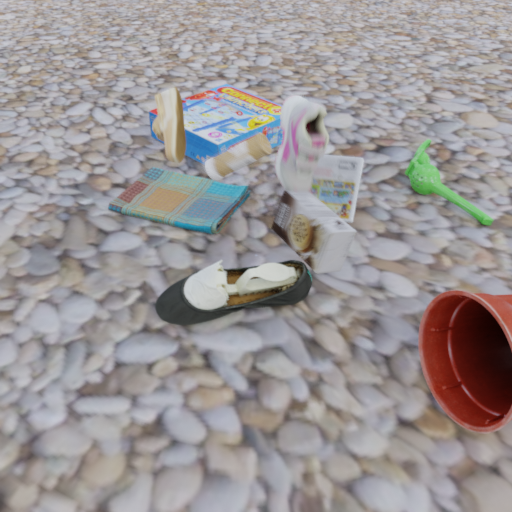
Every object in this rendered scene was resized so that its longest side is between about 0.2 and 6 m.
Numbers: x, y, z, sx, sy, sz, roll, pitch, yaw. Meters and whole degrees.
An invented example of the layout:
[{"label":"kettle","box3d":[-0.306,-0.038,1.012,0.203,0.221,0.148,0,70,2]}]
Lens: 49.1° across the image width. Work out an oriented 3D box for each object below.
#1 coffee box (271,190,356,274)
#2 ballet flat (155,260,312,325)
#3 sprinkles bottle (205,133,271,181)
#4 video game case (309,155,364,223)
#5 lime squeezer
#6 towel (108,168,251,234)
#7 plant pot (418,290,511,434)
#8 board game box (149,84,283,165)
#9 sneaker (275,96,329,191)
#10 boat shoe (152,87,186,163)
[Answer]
[{"label":"coffee box","box3d":[0.877,-0.409,8.872,0.532,0.754,1.334,-4,35,-34]},{"label":"ballet flat","box3d":[-0.339,0.442,8.801,2.534,0.867,0.862,-11,60,-12]},{"label":"sprinkles bottle","box3d":[-0.307,-1.650,9.375,1.129,0.385,0.385,-22,30,26]},{"label":"video game case","box3d":[1.319,-1.352,10.988,1.390,1.265,0.159,9,-5,23]},{"label":"lime squeezer","box3d":[3.825,-1.865,12.106,1.247,0.666,3.532,-4,37,-4]},{"label":"towel","box3d":[-1.551,-1.191,11.531,2.436,0.264,1.787,14,39,18]},{"label":"plant pot","box3d":[3.403,1.237,7.338,1.744,1.793,1.793,-6,37,-21]},{"label":"board game box","box3d":[-0.822,-3.230,13.775,2.615,0.731,2.561,31,48,34]},{"label":"sneaker","box3d":[0.850,-1.912,10.003,0.734,1.803,0.795,-15,24,-34]},{"label":"boat shoe","box3d":[-1.663,-2.409,10.494,0.562,0.599,1.624,-9,62,7]}]
